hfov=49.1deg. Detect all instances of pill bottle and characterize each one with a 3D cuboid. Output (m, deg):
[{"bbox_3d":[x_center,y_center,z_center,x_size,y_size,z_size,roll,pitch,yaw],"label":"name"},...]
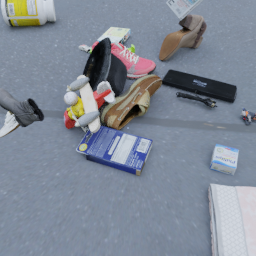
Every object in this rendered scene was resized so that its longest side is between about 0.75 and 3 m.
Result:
[{"bbox_3d":[-5.164,-6.135,14.713,2.519,1.416,1.416,-5,47,-9],"label":"pill bottle"}]

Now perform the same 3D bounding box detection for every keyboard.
[{"bbox_3d":[2.764,-1.532,11.197,2.984,0.307,1.896,18,43,17],"label":"keyboard"}]

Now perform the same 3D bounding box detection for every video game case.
[{"bbox_3d":[1.783,-3.857,8.240,1.194,0.145,1.311,-39,39,21],"label":"video game case"}]

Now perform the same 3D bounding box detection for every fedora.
[{"bbox_3d":[-0.817,-1.988,10.656,1.279,2.800,2.800,18,41,-26],"label":"fedora"}]

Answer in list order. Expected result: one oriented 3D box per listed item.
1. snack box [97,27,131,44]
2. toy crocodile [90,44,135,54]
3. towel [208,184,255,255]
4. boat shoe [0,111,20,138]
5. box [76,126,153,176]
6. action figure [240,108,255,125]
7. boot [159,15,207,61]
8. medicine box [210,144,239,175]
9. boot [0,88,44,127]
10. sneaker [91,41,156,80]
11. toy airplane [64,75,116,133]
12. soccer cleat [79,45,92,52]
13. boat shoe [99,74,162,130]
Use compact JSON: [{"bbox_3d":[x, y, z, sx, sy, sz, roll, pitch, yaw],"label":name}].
[{"bbox_3d":[-0.655,-4.433,13.688,1.066,0.340,1.835,12,41,15],"label":"snack box"},{"bbox_3d":[-0.706,-3.504,12.785,2.085,0.644,0.704,6,47,6],"label":"toy crocodile"},{"bbox_3d":[3.388,2.653,7.217,2.469,0.417,2.585,5,48,4],"label":"towel"},{"bbox_3d":[-2.126,-0.177,5.239,0.933,0.323,0.330,-38,10,9],"label":"boat shoe"},{"bbox_3d":[-0.424,0.651,9.106,2.187,0.354,1.325,16,49,13],"label":"box"},{"bbox_3d":[4.486,-0.527,10.166,0.847,0.458,0.875,5,46,-7],"label":"action figure"},{"bbox_3d":[2.651,-4.018,12.895,1.798,2.459,0.864,5,36,-47],"label":"boot"},{"bbox_3d":[3.015,0.983,8.769,0.720,0.407,0.791,15,49,14],"label":"medicine box"},{"bbox_3d":[-1.654,-0.375,4.317,0.505,0.767,0.268,-18,33,37],"label":"boot"},{"bbox_3d":[-0.255,-2.931,11.823,2.926,1.269,1.079,11,48,9],"label":"sneaker"},{"bbox_3d":[-1.396,-0.857,9.216,1.986,1.401,1.977,10,80,48],"label":"toy airplane"},{"bbox_3d":[-1.975,-3.743,13.273,0.791,0.271,0.337,12,44,4],"label":"soccer cleat"},{"bbox_3d":[0.279,-0.863,10.163,2.813,1.064,1.039,-39,63,-21],"label":"boat shoe"}]
